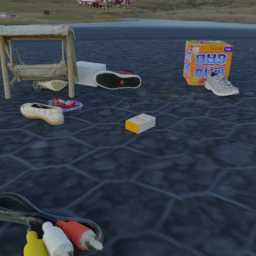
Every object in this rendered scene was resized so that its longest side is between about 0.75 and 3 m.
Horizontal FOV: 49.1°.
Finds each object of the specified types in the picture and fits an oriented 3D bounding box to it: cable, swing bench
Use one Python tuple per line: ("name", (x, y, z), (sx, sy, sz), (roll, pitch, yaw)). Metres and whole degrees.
("cable", (-1.423, 1.499, 4.659), (1.301, 0.674, 2.678), (-20, 31, -37))
("swing bench", (-3.560, -2.807, 11.259), (2.799, 2.814, 1.826), (0, 34, -2))

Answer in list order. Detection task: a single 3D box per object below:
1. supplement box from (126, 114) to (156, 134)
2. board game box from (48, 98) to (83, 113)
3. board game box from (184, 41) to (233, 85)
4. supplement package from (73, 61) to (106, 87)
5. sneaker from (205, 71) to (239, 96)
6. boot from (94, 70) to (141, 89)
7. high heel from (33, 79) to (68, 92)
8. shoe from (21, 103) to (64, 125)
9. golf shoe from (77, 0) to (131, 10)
("supplement box", (0.397, -0.144, 8.705), (0.526, 0.307, 0.835), (22, 33, 39))
("board game box", (-2.385, -0.920, 10.465), (1.362, 0.265, 1.076), (-17, 29, -31))
("board game box", (3.779, -3.182, 13.534), (1.807, 1.807, 1.809), (1, 25, 2))
("supplement package", (-1.912, -2.590, 13.332), (1.549, 0.909, 0.906), (14, 28, 27))
("sneaker", (3.939, -1.914, 11.953), (0.753, 0.827, 2.016), (-9, 26, -19))
("boot", (-0.594, -2.357, 13.075), (2.140, 0.775, 1.544), (2, 23, -15))
("high heel", (-3.488, -2.021, 12.534), (1.497, 0.535, 1.067), (-16, 31, -17))
("shoe", (-2.899, -0.607, 9.437), (2.022, 0.540, 0.707), (17, 29, 32))
("golf shoe", (-0.701, -4.121, 8.225), (0.920, 1.118, 2.442), (-4, 18, -41))
